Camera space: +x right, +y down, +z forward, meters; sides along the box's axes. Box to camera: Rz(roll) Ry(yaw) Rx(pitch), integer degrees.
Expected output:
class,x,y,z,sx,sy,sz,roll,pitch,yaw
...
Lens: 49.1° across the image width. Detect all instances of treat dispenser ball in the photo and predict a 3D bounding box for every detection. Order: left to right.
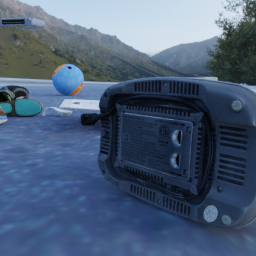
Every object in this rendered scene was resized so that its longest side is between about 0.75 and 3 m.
class,x,y,z,sx,sy,sz,roll,pitch,yaw
treat dispenser ball,-4.536,-3.639,21.223,2.335,2.335,2.335,0,10,0

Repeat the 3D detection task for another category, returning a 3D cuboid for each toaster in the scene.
class,x,y,z,sx,sy,sz,roll,pitch,yaw
toaster,0.723,0.119,3.338,1.546,1.360,2.393,-5,10,-44

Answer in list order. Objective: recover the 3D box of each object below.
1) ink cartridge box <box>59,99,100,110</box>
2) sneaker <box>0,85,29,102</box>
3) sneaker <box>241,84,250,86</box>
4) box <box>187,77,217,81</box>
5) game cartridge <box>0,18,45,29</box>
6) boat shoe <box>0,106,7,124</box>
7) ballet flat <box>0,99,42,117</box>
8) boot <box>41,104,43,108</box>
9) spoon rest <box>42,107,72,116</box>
class,x,y,z,sx,sy,sz,roll,pitch,yaw
ink cartridge box,-0.636,-0.448,8.300,2.573,0.653,2.921,-1,10,-10
sneaker,-4.901,-1.027,10.953,1.214,1.039,2.931,11,18,19
sneaker,4.619,-1.121,11.572,2.906,1.120,1.238,0,-3,-45
box,1.688,-0.983,9.242,2.143,1.370,1.168,-3,11,-17
game cartridge,-3.387,-3.324,8.922,1.329,0.269,0.886,5,17,15
boat shoe,-4.076,-0.560,8.198,0.913,0.915,2.528,-4,11,-21
ballet flat,-3.993,-0.706,9.912,1.911,0.650,0.654,-1,2,-9
boot,-3.912,-0.889,11.549,0.821,0.395,1.123,-6,12,-38
spoon rest,-2.539,-0.594,10.087,1.069,0.324,0.531,0,10,3
